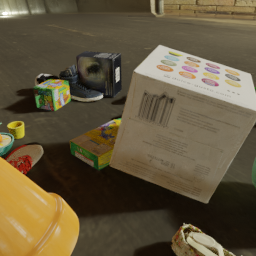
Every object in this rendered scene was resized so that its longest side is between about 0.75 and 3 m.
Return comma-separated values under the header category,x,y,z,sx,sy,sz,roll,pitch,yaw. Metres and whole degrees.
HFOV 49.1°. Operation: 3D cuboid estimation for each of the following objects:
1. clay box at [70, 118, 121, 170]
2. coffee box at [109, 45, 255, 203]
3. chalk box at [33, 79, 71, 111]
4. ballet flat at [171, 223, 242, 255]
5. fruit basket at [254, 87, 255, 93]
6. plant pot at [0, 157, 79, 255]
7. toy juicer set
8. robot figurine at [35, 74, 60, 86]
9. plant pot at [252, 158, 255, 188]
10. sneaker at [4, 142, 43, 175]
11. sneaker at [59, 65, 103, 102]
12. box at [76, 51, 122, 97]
category,x,y,z,sx,sy,sz,roll,pitch,yaw
clay box,-0.571,0.431,9.489,1.394,0.577,2.426,24,35,36
coffee box,1.516,-0.275,7.872,2.876,2.881,2.849,21,32,9
chalk box,-3.462,-1.436,12.497,1.023,1.030,1.651,11,31,20
ballet flat,1.809,2.614,5.316,2.286,0.730,0.864,22,35,34
fruit basket,5.087,-1.203,12.120,1.619,1.168,1.619,4,11,-1
plant pot,-2.302,1.648,5.018,2.136,1.956,2.136,-25,24,12
toy juicer set,-4.629,0.507,9.195,1.728,0.739,2.716,0,29,0
robot figurine,-4.000,-2.280,14.169,1.426,1.071,0.890,12,50,20
plant pot,4.113,1.131,6.828,2.060,2.060,1.653,-22,27,-34
sneaker,-3.104,1.314,7.660,1.296,0.807,2.418,25,41,36
sneaker,-2.250,-2.119,13.198,2.195,1.586,0.835,9,28,13
box,-1.400,-2.659,13.801,1.914,1.929,1.189,8,30,17
